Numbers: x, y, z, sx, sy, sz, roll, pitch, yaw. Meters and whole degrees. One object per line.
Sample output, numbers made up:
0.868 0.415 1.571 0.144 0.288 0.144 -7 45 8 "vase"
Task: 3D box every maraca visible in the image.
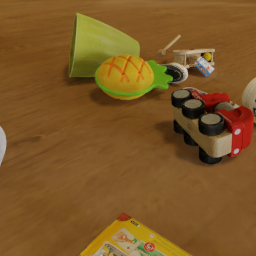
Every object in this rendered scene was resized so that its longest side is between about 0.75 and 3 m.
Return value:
0.204 -1.785 9.713 2.697 1.443 1.849 -8 54 -16 "maraca"

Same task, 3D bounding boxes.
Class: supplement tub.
4.405 -0.714 8.156 1.252 1.252 1.784 -16 36 -24 "supplement tub"

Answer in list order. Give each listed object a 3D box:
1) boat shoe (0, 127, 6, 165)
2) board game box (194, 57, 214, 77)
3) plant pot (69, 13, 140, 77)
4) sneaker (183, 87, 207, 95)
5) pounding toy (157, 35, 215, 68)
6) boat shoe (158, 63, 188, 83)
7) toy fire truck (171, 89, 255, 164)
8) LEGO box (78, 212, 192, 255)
-3.361 0.809 6.133 0.776 0.941 2.742 -10 26 -6 "boat shoe"
3.165 -2.564 11.668 0.771 0.220 0.788 45 37 3 "board game box"
-0.930 -3.110 11.298 2.595 2.428 2.428 5 30 -16 "plant pot"
2.203 -1.023 9.432 1.043 0.420 0.764 16 31 15 "sneaker"
2.536 -3.295 11.993 2.401 1.377 1.373 -5 18 -9 "pounding toy"
1.223 -2.150 10.933 2.191 0.786 0.743 20 37 33 "boat shoe"
2.643 -0.227 7.448 2.459 1.582 2.165 -19 35 -10 "toy fire truck"
0.172 2.196 4.024 1.697 0.655 1.263 23 39 33 "LEGO box"
